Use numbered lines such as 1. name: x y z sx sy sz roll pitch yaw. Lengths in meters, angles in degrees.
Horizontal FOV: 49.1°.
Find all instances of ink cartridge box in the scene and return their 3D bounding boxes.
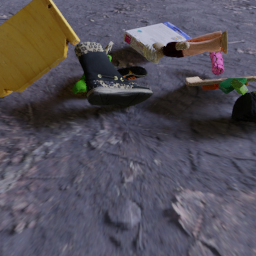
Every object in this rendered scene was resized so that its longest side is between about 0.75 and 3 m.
1. ink cartridge box: 1.199 -3.456 10.916 2.430 0.510 1.450 -27 59 -33

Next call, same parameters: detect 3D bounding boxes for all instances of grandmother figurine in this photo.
1. grandmother figurine: 1.680 -2.409 8.457 2.493 0.755 1.512 -1 -7 19

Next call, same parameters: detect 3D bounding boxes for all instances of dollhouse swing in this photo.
1. dollhouse swing: -2.918 -2.412 9.001 2.740 2.409 2.490 -36 82 4

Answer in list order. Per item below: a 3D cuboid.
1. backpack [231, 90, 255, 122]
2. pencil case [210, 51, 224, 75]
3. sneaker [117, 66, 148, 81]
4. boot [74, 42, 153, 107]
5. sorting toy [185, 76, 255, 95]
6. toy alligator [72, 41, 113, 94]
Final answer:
1. backpack: 3.625 -0.578 7.207 1.482 1.209 1.139 13 83 1
2. pencil case: 2.977 -2.310 9.488 0.441 0.456 0.973 -18 66 33
3. sneaker: 0.105 -1.765 9.270 1.052 0.473 0.368 -6 72 -11
4. boot: -0.362 -1.473 7.710 2.220 0.801 1.676 -6 68 -44
5. sorting toy: 2.650 -1.212 7.764 2.008 0.400 2.717 4 13 25
6. toy alligator: -0.827 -1.846 9.068 0.810 0.886 2.987 41 45 -15
